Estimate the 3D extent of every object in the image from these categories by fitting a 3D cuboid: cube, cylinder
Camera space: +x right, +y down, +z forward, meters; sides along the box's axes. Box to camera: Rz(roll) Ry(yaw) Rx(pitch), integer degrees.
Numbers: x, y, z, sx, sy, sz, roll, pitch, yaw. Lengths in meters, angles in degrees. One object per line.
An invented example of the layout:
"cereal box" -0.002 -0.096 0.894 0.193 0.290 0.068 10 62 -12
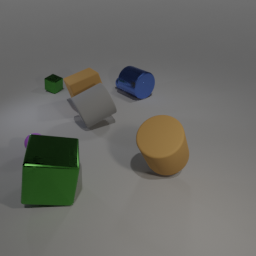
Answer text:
"cube" -1.966 -1.796 12.975 1.400 1.400 1.400 -26 29 -13
"cylinder" 0.425 -2.363 14.442 1.400 1.400 1.400 -22 37 -34
"cube" -2.162 1.174 7.887 1.400 1.400 1.400 6 31 -15
"cylinder" -1.396 -0.929 11.536 1.400 1.400 1.400 -30 36 -8
"cube" -3.971 -2.370 15.007 0.700 0.700 0.700 24 40 16
"cylinder" 1.082 0.541 8.483 1.400 1.400 1.400 -8 58 14

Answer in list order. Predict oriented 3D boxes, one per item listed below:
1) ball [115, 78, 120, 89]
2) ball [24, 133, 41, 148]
"ball" -0.345 -2.472 15.359 0.700 0.700 0.700 0 30 0
"ball" -3.232 0.523 9.735 0.700 0.700 0.700 0 30 0
